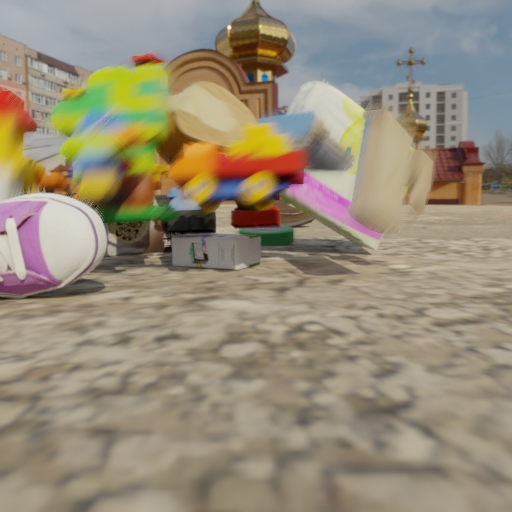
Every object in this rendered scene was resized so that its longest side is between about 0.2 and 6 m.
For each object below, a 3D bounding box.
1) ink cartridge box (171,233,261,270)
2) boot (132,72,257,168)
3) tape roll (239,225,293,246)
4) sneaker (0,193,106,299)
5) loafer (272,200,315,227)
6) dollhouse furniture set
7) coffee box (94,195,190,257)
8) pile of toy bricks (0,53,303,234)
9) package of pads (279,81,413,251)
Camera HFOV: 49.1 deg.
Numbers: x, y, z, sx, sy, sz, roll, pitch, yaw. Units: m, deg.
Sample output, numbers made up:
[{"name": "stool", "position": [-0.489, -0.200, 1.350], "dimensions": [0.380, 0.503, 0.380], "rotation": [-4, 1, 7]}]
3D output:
[{"name": "ink cartridge box", "position": [-0.606, -0.085, 8.579], "dimensions": [1.140, 0.479, 0.826], "rotation": [3, 7, 25]}, {"name": "boot", "position": [-0.879, -1.875, 8.998], "dimensions": [2.667, 0.939, 1.909], "rotation": [28, -15, 26]}, {"name": "tape roll", "position": [0.218, -0.454, 12.178], "dimensions": [1.183, 0.284, 1.183], "rotation": [-2, 13, 0]}, {"name": "sneaker", "position": [-3.011, 0.104, 5.316], "dimensions": [2.910, 1.055, 1.659], "rotation": [-7, 11, 7]}, {"name": "loafer", "position": [0.519, -1.426, 18.038], "dimensions": [2.773, 0.984, 1.013], "rotation": [2, 7, 18]}, {"name": "dollhouse furniture set", "position": [1.031, -0.941, 7.354], "dimensions": [1.898, 1.239, 1.792], "rotation": [4, -12, 38]}, {"name": "coffee box", "position": [-2.157, -0.608, 10.466], "dimensions": [1.936, 1.094, 0.773], "rotation": [-4, 8, -39]}, {"name": "pile of toy bricks", "position": [-1.692, -1.592, 7.459], "dimensions": [4.602, 2.272, 2.553], "rotation": [-1, -7, 5]}, {"name": "package of pads", "position": [1.471, -1.560, 9.734], "dimensions": [2.581, 1.994, 0.880], "rotation": [29, -1, -23]}]
